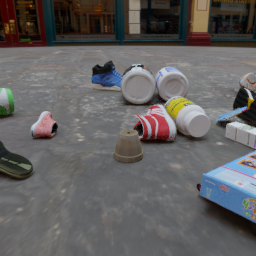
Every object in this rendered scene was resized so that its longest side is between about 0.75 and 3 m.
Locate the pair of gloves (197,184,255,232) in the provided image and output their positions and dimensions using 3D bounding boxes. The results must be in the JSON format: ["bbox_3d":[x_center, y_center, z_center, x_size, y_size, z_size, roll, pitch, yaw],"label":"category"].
[{"bbox_3d":[2.356,1.331,5.165,1.565,0.217,1.757,-5,19,-29],"label":"pair of gloves"}]

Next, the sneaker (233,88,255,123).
[{"bbox_3d":[4.693,-0.642,9.844,1.236,0.961,2.748,16,18,-6],"label":"sneaker"}]

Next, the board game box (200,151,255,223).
[{"bbox_3d":[2.897,1.048,5.033,2.650,0.485,2.005,-12,23,-41],"label":"board game box"}]

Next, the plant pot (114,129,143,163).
[{"bbox_3d":[0.013,0.414,7.059,0.768,0.667,0.768,0,19,0],"label":"plant pot"}]

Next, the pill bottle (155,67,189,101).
[{"bbox_3d":[1.941,-2.085,12.896,1.334,1.334,2.380,0,20,1],"label":"pill bottle"}]

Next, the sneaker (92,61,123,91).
[{"bbox_3d":[-0.642,-2.705,14.422,2.586,1.439,0.993,5,21,14],"label":"sneaker"}]

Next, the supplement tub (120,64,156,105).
[{"bbox_3d":[0.438,-2.031,12.518,1.491,1.491,2.433,0,21,0],"label":"supplement tub"}]

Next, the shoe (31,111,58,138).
[{"bbox_3d":[-2.475,-0.105,8.775,0.641,0.503,1.408,3,25,3],"label":"shoe"}]

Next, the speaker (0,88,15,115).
[{"bbox_3d":[-5.355,-0.816,9.894,2.383,1.054,1.054,-12,23,-29],"label":"speaker"}]

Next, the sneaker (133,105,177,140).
[{"bbox_3d":[0.635,-0.223,8.682,1.172,0.742,2.084,0,22,-11],"label":"sneaker"}]

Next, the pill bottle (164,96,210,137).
[{"bbox_3d":[1.821,-0.340,8.693,0.955,0.955,1.716,-5,21,-13],"label":"pill bottle"}]

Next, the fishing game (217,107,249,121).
[{"bbox_3d":[3.474,-0.419,9.342,1.072,0.233,1.497,-25,0,7],"label":"fishing game"}]

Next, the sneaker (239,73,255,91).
[{"bbox_3d":[6.265,-2.410,14.639,0.910,0.923,2.358,3,12,42],"label":"sneaker"}]

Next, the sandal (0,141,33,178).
[{"bbox_3d":[-2.992,0.761,6.444,1.822,0.520,0.724,27,31,21],"label":"sandal"}]

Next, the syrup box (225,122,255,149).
[{"bbox_3d":[3.354,0.191,7.973,0.428,0.443,1.087,-14,25,-27],"label":"syrup box"}]
